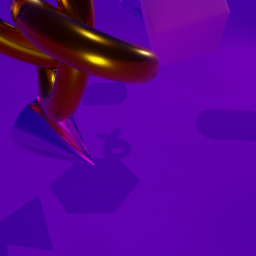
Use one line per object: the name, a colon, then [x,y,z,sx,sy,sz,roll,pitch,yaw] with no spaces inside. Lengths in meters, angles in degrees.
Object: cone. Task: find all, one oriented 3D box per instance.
cone: [-0.925,0.235,4.298,1.171,1.166,1.166,35,49,24]

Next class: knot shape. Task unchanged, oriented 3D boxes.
knot shape: [-0.617,-0.841,2.686,1.958,2.092,0.967,25,63,26]

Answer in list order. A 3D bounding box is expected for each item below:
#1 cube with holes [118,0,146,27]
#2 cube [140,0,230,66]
cube with holes: [0.566,-3.656,7.751,1.051,1.051,1.051,33,-2,-20]
cube: [0.844,-1.840,4.546,1.105,1.105,1.105,-14,75,5]
